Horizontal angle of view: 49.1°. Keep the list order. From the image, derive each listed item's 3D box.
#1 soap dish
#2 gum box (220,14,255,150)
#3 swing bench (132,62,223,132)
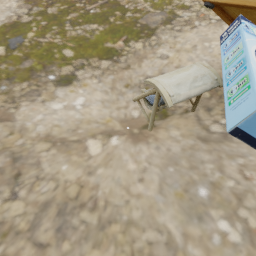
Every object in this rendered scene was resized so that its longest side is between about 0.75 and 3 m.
[{"bbox_3d":[3.069,-2.620,5.928,2.926,1.188,2.302,10,16,-47],"label":"soap dish"},{"bbox_3d":[1.910,-0.342,3.346,1.680,0.441,1.978,29,43,-13],"label":"gum box"},{"bbox_3d":[0.764,-0.572,4.539,1.032,1.038,0.673,-21,75,-21],"label":"swing bench"}]
